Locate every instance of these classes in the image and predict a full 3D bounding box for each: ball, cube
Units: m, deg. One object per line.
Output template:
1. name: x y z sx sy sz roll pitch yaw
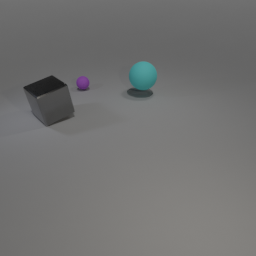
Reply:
1. ball: 0.743 -2.583 13.904 1.400 1.400 1.400 0 29 0
2. cube: -3.324 -1.186 11.864 1.400 1.400 1.400 -30 42 -27
3. ball: -2.405 -2.412 14.924 0.700 0.700 0.700 0 29 0
